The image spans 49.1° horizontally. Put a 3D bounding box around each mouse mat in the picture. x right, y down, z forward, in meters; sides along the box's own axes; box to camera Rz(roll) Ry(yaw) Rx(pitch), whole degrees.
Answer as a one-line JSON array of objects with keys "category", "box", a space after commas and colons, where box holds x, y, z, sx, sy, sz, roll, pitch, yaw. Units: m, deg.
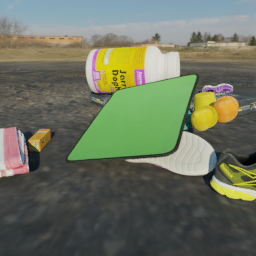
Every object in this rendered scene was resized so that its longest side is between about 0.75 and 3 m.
[{"category": "mouse mat", "box": [0.181, -0.270, 5.605, 2.209, 0.103, 2.746, -7, 32, 29]}]

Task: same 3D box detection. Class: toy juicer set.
[{"category": "toy juicer set", "box": [1.043, -0.077, 6.168, 2.944, 0.801, 1.873, -14, 15, -14]}]

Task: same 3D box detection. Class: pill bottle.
[{"category": "pill bottle", "box": [0.200, -1.935, 9.424, 2.947, 1.536, 1.536, 1, 16, 17]}]

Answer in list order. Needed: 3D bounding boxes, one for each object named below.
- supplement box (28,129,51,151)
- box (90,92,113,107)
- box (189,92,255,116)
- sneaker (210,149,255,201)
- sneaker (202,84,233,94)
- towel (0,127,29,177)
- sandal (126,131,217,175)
[{"category": "supplement box", "box": [-1.918, 0.255, 6.117, 0.275, 0.266, 0.800, 0, 16, -1]}, {"category": "box", "box": [-0.336, -1.116, 10.377, 1.749, 0.446, 1.379, -10, 20, -29]}, {"category": "box", "box": [3.112, -0.767, 9.179, 1.823, 0.465, 1.438, -12, 21, -33]}, {"category": "sneaker", "box": [2.022, 0.690, 3.907, 1.640, 0.694, 0.611, 4, 18, 14]}, {"category": "sneaker", "box": [3.874, -1.562, 12.102, 1.264, 0.510, 0.527, -5, 30, 15]}, {"category": "towel", "box": [-3.194, 0.600, 4.864, 2.736, 0.409, 2.002, -9, 18, -20]}, {"category": "sandal", "box": [0.699, 0.431, 5.112, 1.870, 0.761, 0.460, 10, -21, 31]}]
